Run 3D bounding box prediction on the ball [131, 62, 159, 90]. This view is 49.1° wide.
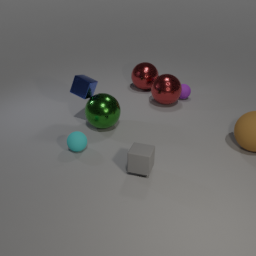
[{"bbox_3d":[0.862,-2.640,14.268,1.400,1.400,1.400,0,31,0],"label":"ball"}]

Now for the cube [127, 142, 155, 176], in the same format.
[{"bbox_3d":[0.411,0.949,8.643,0.700,0.700,0.700,9,27,15],"label":"cube"}]

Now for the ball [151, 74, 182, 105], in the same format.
[{"bbox_3d":[1.743,-1.757,12.746,1.400,1.400,1.400,0,31,0],"label":"ball"}]

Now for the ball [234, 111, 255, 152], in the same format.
[{"bbox_3d":[4.371,0.111,9.575,1.400,1.400,1.400,0,31,0],"label":"ball"}]

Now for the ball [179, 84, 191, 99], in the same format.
[{"bbox_3d":[2.642,-1.753,13.359,0.700,0.700,0.700,0,31,0],"label":"ball"}]

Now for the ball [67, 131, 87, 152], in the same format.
[{"bbox_3d":[-1.765,0.464,9.697,0.700,0.700,0.700,0,31,0],"label":"ball"}]

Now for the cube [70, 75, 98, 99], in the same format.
[{"bbox_3d":[-1.694,-1.591,10.772,0.700,0.700,0.700,26,19,11],"label":"cube"}]

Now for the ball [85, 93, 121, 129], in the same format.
[{"bbox_3d":[-0.984,-0.662,10.936,1.400,1.400,1.400,0,31,0],"label":"ball"}]
